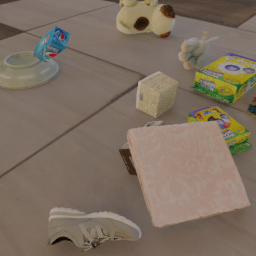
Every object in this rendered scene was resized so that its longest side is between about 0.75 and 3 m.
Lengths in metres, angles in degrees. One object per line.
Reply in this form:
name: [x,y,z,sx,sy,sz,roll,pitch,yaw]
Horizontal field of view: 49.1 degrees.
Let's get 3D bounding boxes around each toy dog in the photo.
toy dog: [0.982,-5.749,14.402,2.906,2.028,2.818,9,37,6]

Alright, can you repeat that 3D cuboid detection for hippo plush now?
hippo plush: [2.705,-3.428,11.942,1.331,1.671,1.344,13,26,-18]

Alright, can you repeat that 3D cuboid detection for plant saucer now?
plant saucer: [-4.224,-2.542,11.442,2.684,0.674,2.684,0,38,0]

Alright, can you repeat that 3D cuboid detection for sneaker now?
sneaker: [-0.708,2.167,5.693,1.961,0.733,0.804,2,54,11]

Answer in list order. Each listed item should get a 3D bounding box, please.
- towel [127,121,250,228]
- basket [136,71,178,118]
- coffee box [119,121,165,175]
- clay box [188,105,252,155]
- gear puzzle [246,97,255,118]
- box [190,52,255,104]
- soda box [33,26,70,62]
towel: [1.366,0.931,6.486,2.422,0.390,2.313,-5,62,-17]
basket: [0.969,-1.113,9.336,0.894,1.101,1.111,33,48,29]
coffee box: [0.499,0.512,7.392,0.566,0.812,1.421,-4,29,44]
clay box: [2.762,0.029,8.405,1.047,0.434,1.823,-18,41,-19]
gear puzzle: [5.256,-0.462,9.104,2.496,0.327,1.292,24,45,27]
box: [3.841,-1.950,10.687,1.729,0.713,2.946,31,50,33]
soda box: [-2.411,-2.575,8.743,0.497,0.526,1.550,21,-18,-34]
